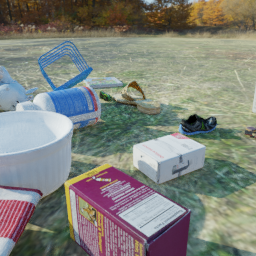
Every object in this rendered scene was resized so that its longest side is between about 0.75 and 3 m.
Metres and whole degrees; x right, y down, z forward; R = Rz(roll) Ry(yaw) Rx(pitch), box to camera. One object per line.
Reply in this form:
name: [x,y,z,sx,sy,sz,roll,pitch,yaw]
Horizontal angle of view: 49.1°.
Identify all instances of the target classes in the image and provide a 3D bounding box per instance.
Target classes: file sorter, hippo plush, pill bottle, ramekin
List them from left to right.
hippo plush: [-4.553,-1.018,10.604,2.221,1.769,1.786,37,9,-50]
ramekin: [-2.547,0.592,6.413,2.637,1.286,2.637,1,22,0]
pill bottle: [-2.225,-0.536,9.081,2.437,1.368,1.368,-15,27,-35]
file sorter: [-2.599,-2.331,11.308,1.625,1.437,2.342,-35,9,-11]

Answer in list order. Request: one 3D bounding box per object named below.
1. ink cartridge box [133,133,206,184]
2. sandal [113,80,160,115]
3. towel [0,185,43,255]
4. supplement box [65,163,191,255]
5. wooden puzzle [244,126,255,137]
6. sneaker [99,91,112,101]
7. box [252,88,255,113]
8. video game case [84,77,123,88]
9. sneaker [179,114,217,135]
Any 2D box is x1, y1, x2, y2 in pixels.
ink cartridge box: [1.013,0.710,7.002,1.485,0.630,1.082,-12,25,-30]
sandal: [0.359,-1.499,11.903,1.129,1.013,3.079,-13,25,-28]
towel: [-2.772,1.832,3.935,2.113,0.334,2.934,4,34,9]
supplement box: [-0.072,1.494,4.324,0.940,1.193,1.822,-19,30,-40]
wooden puzzle: [4.772,0.271,8.716,2.100,0.148,1.245,19,29,38]
sneaker: [-1.036,-1.451,12.799,0.370,0.339,0.868,-7,31,-35]
box: [5.756,-1.174,10.337,1.369,1.598,1.590,-11,24,-19]
video game case: [-1.409,-2.527,15.509,1.840,0.203,1.675,-7,23,-17]
sneaker: [2.339,-0.170,9.167,1.497,0.620,0.531,-11,26,-24]
